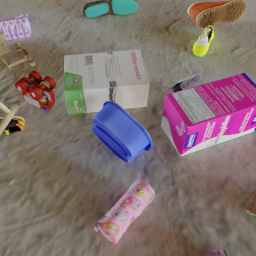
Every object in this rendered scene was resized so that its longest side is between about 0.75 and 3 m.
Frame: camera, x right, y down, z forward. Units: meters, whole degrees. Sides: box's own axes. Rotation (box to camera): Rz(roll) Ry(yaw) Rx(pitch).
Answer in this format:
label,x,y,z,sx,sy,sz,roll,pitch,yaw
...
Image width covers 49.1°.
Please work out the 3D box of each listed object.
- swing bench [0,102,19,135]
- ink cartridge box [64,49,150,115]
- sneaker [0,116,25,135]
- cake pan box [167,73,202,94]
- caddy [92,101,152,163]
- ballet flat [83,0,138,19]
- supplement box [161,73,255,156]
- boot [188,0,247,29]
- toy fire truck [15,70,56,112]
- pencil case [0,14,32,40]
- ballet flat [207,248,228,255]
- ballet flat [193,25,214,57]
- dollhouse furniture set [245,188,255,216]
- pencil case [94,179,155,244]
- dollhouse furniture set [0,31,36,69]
label,x,y,z,sx,sy,sz,roll,pitch,yaw
swing bench,-5.182,0.017,7.780,2.861,1.866,2.877,11,70,9
ink cartridge box,-0.769,-1.636,9.726,2.731,1.152,1.995,-5,49,-5
sneaker,-3.921,-0.032,8.812,1.266,0.443,0.570,-8,47,-10
cake pan box,1.947,-1.534,9.744,0.973,0.896,0.254,-35,101,-34
caddy,-0.155,0.066,8.028,1.899,1.343,0.997,43,68,9
ballet flat,-0.897,-6.026,13.745,2.712,0.922,0.927,-9,42,-8
supplement box,2.577,-0.443,8.522,2.785,1.409,1.439,-16,52,-13
boot,4.255,-5.686,13.394,2.774,1.041,1.488,-16,46,-12
toy fire truck,-2.961,-1.113,9.250,1.425,1.197,0.799,25,51,19
pencil case,-5.367,-4.343,12.217,2.251,0.962,0.945,-14,50,-10
ballet flat,2.166,3.402,5.824,0.616,0.598,1.731,-26,47,2
ballet flat,3.238,-3.768,11.929,0.631,0.633,1.887,19,52,19
dollhouse furniture set,3.879,2.162,7.050,1.603,0.619,0.801,14,55,37
pencil case,-0.055,2.009,6.882,0.725,0.725,1.659,33,58,25
dollhouse furniture set,-4.820,-2.984,11.101,1.507,0.863,1.768,-32,56,-24
